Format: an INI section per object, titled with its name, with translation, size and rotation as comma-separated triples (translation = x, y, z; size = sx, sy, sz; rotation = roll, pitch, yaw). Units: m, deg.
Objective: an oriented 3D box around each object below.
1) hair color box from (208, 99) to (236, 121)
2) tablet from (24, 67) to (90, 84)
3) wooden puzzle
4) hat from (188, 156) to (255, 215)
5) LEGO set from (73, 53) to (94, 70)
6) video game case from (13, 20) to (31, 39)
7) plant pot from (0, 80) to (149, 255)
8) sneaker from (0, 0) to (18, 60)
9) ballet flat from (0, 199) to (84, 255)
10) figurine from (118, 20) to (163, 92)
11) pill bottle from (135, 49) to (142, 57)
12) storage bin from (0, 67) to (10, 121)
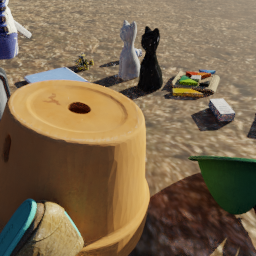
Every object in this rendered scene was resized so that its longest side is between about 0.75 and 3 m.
[hair color box]
translation = 2.814, -0.553, 8.455
size = 0.462, 0.280, 0.924
rotation = -3, 33, -5
[tablet]
translation = -2.469, -1.593, 10.170
size = 1.782, 0.187, 2.738
rotation = -22, 38, -30
[wooden puzzle]
translation = 2.524, -1.766, 10.347
size = 1.689, 0.293, 2.504
rotation = 9, 33, 13
[hat]
translation = 1.988, 1.528, 5.271
size = 1.747, 1.857, 2.110
rotation = 6, -8, 0
[LEGO set]
translation = -1.842, -2.829, 11.782
size = 0.696, 0.525, 0.906
rotation = 12, 35, 19
[video game case]
translation = -3.248, -2.786, 6.597
size = 1.486, 0.179, 1.631
rotation = 33, 2, 5
[plant pot]
translation = -0.913, 0.536, 4.624
size = 2.936, 2.055, 2.936
rotation = 11, 30, -6
[sneaker]
translation = -2.507, -2.249, 4.827
size = 0.999, 2.474, 1.429
rotation = -13, 41, -22
[ballet flat]
translation = -1.580, 2.175, 3.178
size = 2.949, 1.067, 1.000
rotation = -51, 24, -8
[figurine]
translation = 0.391, -2.681, 10.061
size = 0.940, 2.131, 2.184
rotation = -20, 37, -28
[pill bottle]
translation = 0.203, -3.326, 12.622
size = 0.831, 0.466, 0.466
rotation = -13, 35, -21
[storage bin]
translation = -4.117, -0.317, 7.135
size = 2.321, 1.689, 1.559
rotation = -14, 63, -21
